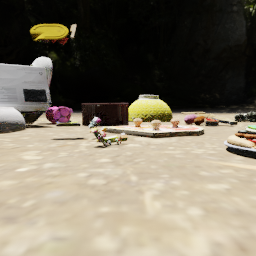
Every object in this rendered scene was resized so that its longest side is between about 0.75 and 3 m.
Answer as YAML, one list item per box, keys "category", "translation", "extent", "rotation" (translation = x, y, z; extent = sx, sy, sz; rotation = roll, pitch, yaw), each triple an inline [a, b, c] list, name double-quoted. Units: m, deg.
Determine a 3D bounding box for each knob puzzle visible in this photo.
- category: "knob puzzle"
  translation: [0.956, -0.071, 7.813]
  extent: [2.826, 0.392, 2.826]
  rotation: [0, 3, 0]

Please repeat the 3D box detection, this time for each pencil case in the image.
- category: "pencil case"
  translation: [-3.115, -0.593, 12.580]
  extent: [0.872, 0.844, 1.861]
  rotation: [-39, 22, -20]

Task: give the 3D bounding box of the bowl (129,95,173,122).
- category: "bowl"
  translation: [1.129, -1.045, 14.997]
  extent: [2.572, 1.384, 2.572]
  rotation: [0, 3, 0]

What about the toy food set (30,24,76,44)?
- category: "toy food set"
  translation: [-1.717, -2.124, 6.537]
  extent: [1.030, 0.606, 0.336]
  rotation: [-2, -39, -9]

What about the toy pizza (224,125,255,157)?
- category: "toy pizza"
  translation: [2.708, 0.172, 4.155]
  extent: [2.427, 0.385, 2.427]
  rotation: [0, 4, 0]

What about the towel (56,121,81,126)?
- category: "towel"
  translation: [-2.382, -0.173, 11.136]
  extent: [0.931, 0.148, 1.297]
  rotation: [-2, 4, -13]

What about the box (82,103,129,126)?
- category: "box"
  translation: [-0.880, -0.509, 10.752]
  extent: [1.761, 0.882, 0.660]
  rotation: [0, 4, 19]

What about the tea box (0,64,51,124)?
- category: "tea box"
  translation: [-4.455, -1.149, 10.409]
  extent: [2.374, 1.586, 2.335]
  rotation: [-3, -16, -38]

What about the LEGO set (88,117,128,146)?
- category: "LEGO set"
  translation: [-0.329, 0.171, 4.954]
  extent: [0.857, 0.394, 0.319]
  rotation: [32, 1, -36]

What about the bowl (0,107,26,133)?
- category: "bowl"
  translation: [-4.194, -0.255, 8.215]
  extent: [1.962, 0.732, 1.959]
  rotation: [-1, 3, 2]

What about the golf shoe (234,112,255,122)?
- category: "golf shoe"
  translation: [6.005, -0.518, 13.946]
  extent: [1.313, 0.514, 0.638]
  rotation: [4, 0, 33]

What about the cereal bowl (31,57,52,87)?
- category: "cereal bowl"
  translation: [-4.021, -2.395, 12.535]
  extent: [0.694, 1.667, 1.667]
  rotation: [9, -2, -37]

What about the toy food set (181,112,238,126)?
- category: "toy food set"
  translation: [3.152, -0.281, 11.524]
  extent: [1.572, 0.389, 2.472]
  rotation: [-1, 12, -10]
